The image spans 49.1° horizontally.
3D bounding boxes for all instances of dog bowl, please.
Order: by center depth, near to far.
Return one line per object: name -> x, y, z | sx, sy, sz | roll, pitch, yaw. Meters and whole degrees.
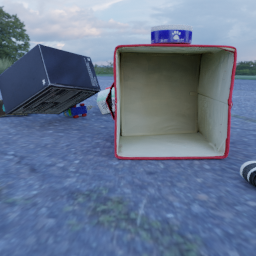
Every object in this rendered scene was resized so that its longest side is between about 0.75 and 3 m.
dog bowl -> 0.892, -1.903, 5.781 | 0.851, 0.335, 0.851 | 0, 12, 0

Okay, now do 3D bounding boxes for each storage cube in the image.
storage cube -> 0.895, -0.747, 6.847 | 2.773, 2.370, 2.492 | 0, 12, 0

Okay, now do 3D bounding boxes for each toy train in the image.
toy train -> -1.885, -0.671, 10.826 | 0.685, 0.501, 1.183 | -7, 6, 39

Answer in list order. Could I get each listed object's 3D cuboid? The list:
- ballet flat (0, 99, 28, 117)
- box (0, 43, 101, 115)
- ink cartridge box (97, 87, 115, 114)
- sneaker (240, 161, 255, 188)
ballet flat -> -4.849, -0.732, 10.709 | 2.314, 0.785, 0.871 | 0, -10, -20
box -> -2.520, -1.433, 9.058 | 2.239, 1.380, 2.221 | -24, -10, 32
ink cartridge box -> -0.078, -1.751, 12.032 | 2.299, 0.716, 2.857 | -16, 31, 7
sneaker -> 2.596, 0.806, 4.595 | 1.268, 0.463, 0.709 | -8, 17, 1
